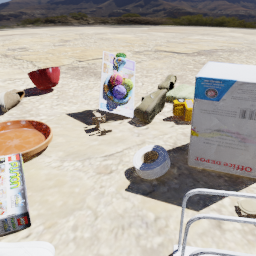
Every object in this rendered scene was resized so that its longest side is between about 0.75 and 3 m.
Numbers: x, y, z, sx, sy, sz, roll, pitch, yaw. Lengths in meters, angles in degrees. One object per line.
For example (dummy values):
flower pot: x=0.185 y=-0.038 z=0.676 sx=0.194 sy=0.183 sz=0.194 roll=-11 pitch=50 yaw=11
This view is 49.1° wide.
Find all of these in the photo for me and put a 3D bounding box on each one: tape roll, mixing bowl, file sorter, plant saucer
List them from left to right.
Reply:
plant saucer: x=-4.096 y=0.444 z=9.941 sx=2.809 sy=0.453 sz=2.809 roll=0 pitch=27 yaw=0
mixing bowl: x=-4.533 y=-2.699 z=15.517 sx=1.839 sy=0.996 sz=1.839 roll=-13 pitch=7 yaw=2
tape roll: x=0.709 y=1.001 z=8.428 sx=1.096 sy=0.383 sz=1.096 roll=-15 pitch=35 yaw=11
file sorter: x=1.720 y=2.502 z=4.095 sx=2.047 sy=1.836 sz=2.949 roll=5 pitch=26 yaw=8

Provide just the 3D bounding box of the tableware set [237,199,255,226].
tableware set: x=3.496 y=2.099 z=6.841 sx=1.439 sy=0.167 sz=1.202 roll=-7 pitch=27 yaw=-13

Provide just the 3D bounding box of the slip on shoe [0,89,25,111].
slip on shoe: x=-5.507 y=-1.390 z=13.387 sx=0.657 sy=0.825 sz=2.170 roll=-6 pitch=19 yaw=-4

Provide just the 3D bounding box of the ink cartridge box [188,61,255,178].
ink cartridge box: x=3.197 y=-0.338 z=8.698 sx=2.139 sy=2.906 sz=2.102 roll=11 pitch=27 yaw=21

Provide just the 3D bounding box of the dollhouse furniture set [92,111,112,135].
dollhouse furniture set: x=-1.018 y=-0.264 z=11.206 sx=0.534 sy=0.625 sz=1.205 roll=-12 pitch=28 yaw=-19

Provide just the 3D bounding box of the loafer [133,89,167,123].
loafer: x=1.051 y=-1.133 z=12.555 sx=0.899 sy=1.014 sz=2.667 roll=16 pitch=30 yaw=19

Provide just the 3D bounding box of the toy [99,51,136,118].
toy: x=-0.317 y=-2.044 z=12.215 sx=1.687 sy=0.692 sz=2.930 roll=13 pitch=63 yaw=-25

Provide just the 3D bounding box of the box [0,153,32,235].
box: x=-3.481 y=1.659 z=7.353 sx=1.546 sy=0.488 sz=2.809 roll=-10 pitch=27 yaw=-20

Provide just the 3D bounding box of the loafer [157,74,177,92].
loafer: x=2.306 y=-2.374 z=15.511 sx=0.675 sy=0.761 sz=2.002 roll=16 pitch=40 yaw=27

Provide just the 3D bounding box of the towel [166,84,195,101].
towel: x=3.100 y=-1.806 z=14.591 sx=1.735 sy=0.427 sz=2.338 roll=16 pitch=30 yaw=30

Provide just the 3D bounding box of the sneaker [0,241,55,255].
sneaker: x=-2.423 y=2.691 z=4.888 sx=2.153 sy=0.793 sz=1.244 roll=-3 pitch=23 yaw=-10

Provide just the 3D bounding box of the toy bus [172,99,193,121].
toy bus: x=3.035 y=-0.778 z=12.053 sx=2.148 sy=0.699 sz=0.841 roll=-2 pitch=38 yaw=-1
